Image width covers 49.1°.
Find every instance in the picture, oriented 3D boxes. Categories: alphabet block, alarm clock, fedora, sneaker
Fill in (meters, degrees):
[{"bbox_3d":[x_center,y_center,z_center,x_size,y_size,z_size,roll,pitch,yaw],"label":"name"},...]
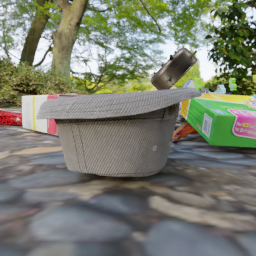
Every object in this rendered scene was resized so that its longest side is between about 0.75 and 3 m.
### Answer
[{"bbox_3d":[1.779,-1.317,13.051,1.564,1.528,1.536,38,10,6],"label":"alphabet block"},{"bbox_3d":[1.109,-1.457,7.250,0.606,1.228,1.821,44,-4,0],"label":"alarm clock"},{"bbox_3d":[-0.051,0.046,3.801,2.053,1.048,2.321,-2,7,25],"label":"fedora"},{"bbox_3d":[-4.709,-0.414,11.032,1.109,0.752,1.920,3,7,43],"label":"sneaker"}]

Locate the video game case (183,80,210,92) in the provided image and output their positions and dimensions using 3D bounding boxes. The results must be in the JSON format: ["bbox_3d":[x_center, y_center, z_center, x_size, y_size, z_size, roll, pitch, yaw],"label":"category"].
[{"bbox_3d":[3.762,-1.270,12.921,2.578,0.646,2.844,31,12,3],"label":"video game case"}]

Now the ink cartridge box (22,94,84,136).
[{"bbox_3d":[-2.004,-0.492,9.175,2.065,1.187,2.845,-4,7,-40],"label":"ink cartridge box"}]

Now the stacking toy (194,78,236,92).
[{"bbox_3d":[3.750,-1.076,11.030,1.798,2.384,0.560,-1,-29,-14],"label":"stacking toy"}]

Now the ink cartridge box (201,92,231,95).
[{"bbox_3d":[3.143,-0.642,10.126,2.288,1.365,0.480,0,-28,-15],"label":"ink cartridge box"}]

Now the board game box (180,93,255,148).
[{"bbox_3d":[2.826,-0.212,6.053,2.887,0.582,2.209,3,18,-6],"label":"board game box"}]

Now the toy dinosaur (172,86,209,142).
[{"bbox_3d":[1.983,0.010,7.772,2.254,1.304,2.483,13,42,-11],"label":"toy dinosaur"}]

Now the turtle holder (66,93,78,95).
[{"bbox_3d":[-2.422,-0.867,12.370,1.278,1.368,1.800,7,-1,9],"label":"turtle holder"}]
